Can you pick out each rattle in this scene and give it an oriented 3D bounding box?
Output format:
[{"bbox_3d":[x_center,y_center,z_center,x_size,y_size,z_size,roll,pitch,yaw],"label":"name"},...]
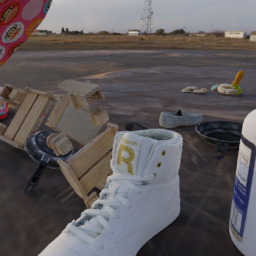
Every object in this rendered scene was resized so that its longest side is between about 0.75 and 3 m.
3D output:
[{"bbox_3d":[4.718,-2.251,13.477,1.094,1.201,1.681,-21,27,-3],"label":"rattle"}]

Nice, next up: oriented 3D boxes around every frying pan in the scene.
[{"bbox_3d":[2.624,0.329,7.043,1.600,0.430,2.644,0,21,2],"label":"frying pan"},{"bbox_3d":[-1.834,0.538,5.899,1.157,0.311,1.913,38,25,9],"label":"frying pan"}]

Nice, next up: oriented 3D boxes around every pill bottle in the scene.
[{"bbox_3d":[2.099,0.484,3.529,1.328,2.392,1.328,0,19,0],"label":"pill bottle"}]

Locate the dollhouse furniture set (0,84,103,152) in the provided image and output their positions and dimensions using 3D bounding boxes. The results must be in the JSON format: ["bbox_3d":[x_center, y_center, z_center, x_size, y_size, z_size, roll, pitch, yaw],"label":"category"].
[{"bbox_3d":[-2.330,-0.094,7.370,2.972,1.541,1.316,16,-15,39],"label":"dollhouse furniture set"}]

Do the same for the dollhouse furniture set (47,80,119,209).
[{"bbox_3d":[-0.726,0.353,4.608,0.923,2.085,1.081,19,51,42],"label":"dollhouse furniture set"}]

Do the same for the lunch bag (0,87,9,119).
[{"bbox_3d":[-4.978,-0.907,9.796,2.016,0.937,2.288,-6,20,-17],"label":"lunch bag"}]

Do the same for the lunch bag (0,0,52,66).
[{"bbox_3d":[-2.512,-1.999,4.895,1.019,2.487,2.190,43,8,-6],"label":"lunch bag"}]

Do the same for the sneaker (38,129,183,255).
[{"bbox_3d":[-0.209,0.879,3.571,1.055,1.655,2.864,15,26,33],"label":"sneaker"}]

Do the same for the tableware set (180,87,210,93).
[{"bbox_3d":[3.304,-1.851,13.775,1.345,0.156,1.123,17,24,40],"label":"tableware set"}]

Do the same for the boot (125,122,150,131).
[{"bbox_3d":[0.170,0.118,7.805,0.909,0.315,0.791,13,22,26],"label":"boot"}]

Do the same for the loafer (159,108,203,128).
[{"bbox_3d":[1.702,-0.351,8.817,1.530,0.534,0.535,-9,21,-24],"label":"loafer"}]
